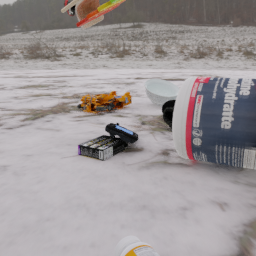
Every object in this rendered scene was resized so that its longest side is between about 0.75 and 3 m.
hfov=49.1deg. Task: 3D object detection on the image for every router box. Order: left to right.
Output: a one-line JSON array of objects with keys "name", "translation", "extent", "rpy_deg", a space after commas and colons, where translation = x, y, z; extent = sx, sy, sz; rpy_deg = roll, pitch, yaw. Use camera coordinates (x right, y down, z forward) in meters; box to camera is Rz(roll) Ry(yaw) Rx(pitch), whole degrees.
[{"name": "router box", "translation": [-0.631, 0.484, 7.293], "extent": [0.827, 0.283, 1.109], "rpy_deg": [9, 17, 31]}]

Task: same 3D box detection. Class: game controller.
[{"name": "game controller", "translation": [-0.142, 0.111, 7.772], "extent": [0.900, 0.363, 1.724], "rpy_deg": [14, 4, 1]}]

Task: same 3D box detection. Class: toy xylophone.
[{"name": "toy xylophone", "translation": [-0.572, -3.332, 7.225], "extent": [1.963, 0.674, 2.681], "rpy_deg": [-40, 20, -27]}]

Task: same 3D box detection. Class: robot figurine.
[{"name": "robot figurine", "translation": [-1.086, -1.225, 12.885], "extent": [1.849, 0.742, 2.550], "rpy_deg": [9, 17, 37]}]

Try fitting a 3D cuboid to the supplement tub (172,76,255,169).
[{"name": "supplement tub", "translation": [2.570, -0.108, 6.214], "extent": [2.821, 1.980, 1.980], "rpy_deg": [7, 16, 24]}]

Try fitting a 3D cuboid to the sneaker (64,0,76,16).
[{"name": "sneaker", "translation": [-2.443, -5.190, 12.217], "extent": [0.469, 0.339, 0.960], "rpy_deg": [14, -12, 9]}]

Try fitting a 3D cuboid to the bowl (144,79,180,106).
[{"name": "bowl", "translation": [1.631, -1.675, 13.941], "extent": [1.823, 0.819, 1.823], "rpy_deg": [8, 35, -5]}]

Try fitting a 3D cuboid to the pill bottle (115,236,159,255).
[{"name": "pill bottle", "translation": [0.170, 1.531, 2.979], "extent": [0.464, 0.464, 0.835], "rpy_deg": [-7, 16, -24]}]

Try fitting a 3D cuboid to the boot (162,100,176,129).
[{"name": "boot", "translation": [1.664, -0.482, 9.936], "extent": [1.591, 0.801, 2.128], "rpy_deg": [-13, 20, -41]}]
